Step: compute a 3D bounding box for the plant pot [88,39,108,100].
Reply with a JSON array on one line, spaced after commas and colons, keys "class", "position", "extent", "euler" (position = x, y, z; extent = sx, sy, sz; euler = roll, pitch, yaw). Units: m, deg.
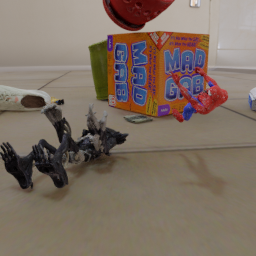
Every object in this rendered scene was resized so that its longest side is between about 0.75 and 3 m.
[{"class": "plant pot", "position": [-0.685, -2.918, 13.051], "extent": [2.515, 2.421, 2.515], "euler": [-17, 18, 6]}]

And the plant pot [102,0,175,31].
[{"class": "plant pot", "position": [0.315, -4.365, 9.218], "extent": [2.017, 2.017, 1.836], "euler": [-12, -15, -38]}]

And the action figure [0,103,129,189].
[{"class": "action figure", "position": [-0.981, 0.138, 5.337], "extent": [1.526, 1.310, 2.568], "euler": [-5, 14, 26]}]

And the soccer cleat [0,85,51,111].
[{"class": "soccer cleat", "position": [-4.329, -1.088, 10.577], "extent": [2.729, 0.946, 1.059], "euler": [-1, 17, -15]}]

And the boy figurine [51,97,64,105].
[{"class": "boy figurine", "position": [-3.062, -1.173, 12.058], "extent": [0.517, 0.268, 0.832], "euler": [-16, 24, -39]}]

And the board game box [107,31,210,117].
[{"class": "board game box", "position": [1.124, -2.196, 10.925], "extent": [2.792, 2.795, 2.793], "euler": [-13, 20, -39]}]

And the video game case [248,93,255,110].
[{"class": "video game case", "position": [5.809, -1.036, 11.112], "extent": [1.802, 0.452, 1.988], "euler": [3, 15, 20]}]

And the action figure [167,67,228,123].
[{"class": "action figure", "position": [1.106, -0.640, 4.944], "extent": [0.641, 0.973, 1.966], "euler": [-34, 1, -5]}]

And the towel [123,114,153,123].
[{"class": "towel", "position": [0.313, -0.284, 9.111], "extent": [0.757, 0.131, 0.729], "euler": [-8, 20, -34]}]

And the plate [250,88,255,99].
[{"class": "plate", "position": [6.235, -1.247, 10.861], "extent": [2.596, 0.421, 2.602], "euler": [12, 18, 16]}]
